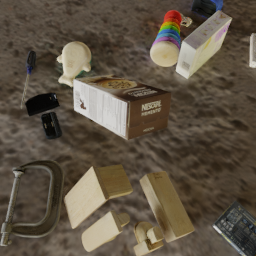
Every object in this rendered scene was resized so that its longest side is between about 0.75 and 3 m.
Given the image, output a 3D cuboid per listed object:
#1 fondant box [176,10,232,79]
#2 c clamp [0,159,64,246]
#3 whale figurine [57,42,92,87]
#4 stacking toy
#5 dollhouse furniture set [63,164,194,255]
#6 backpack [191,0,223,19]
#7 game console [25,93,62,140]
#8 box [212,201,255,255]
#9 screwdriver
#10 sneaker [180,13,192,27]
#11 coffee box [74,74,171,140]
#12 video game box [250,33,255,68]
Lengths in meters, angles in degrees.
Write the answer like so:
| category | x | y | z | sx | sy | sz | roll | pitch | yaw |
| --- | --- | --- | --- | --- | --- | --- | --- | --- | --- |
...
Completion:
| category | x | y | z | sx | sy | sz | roll | pitch | yaw |
| --- | --- | --- | --- | --- | --- | --- | --- | --- | --- |
| fondant box | 2.801 | -3.094 | 10.477 | 0.638 | 1.579 | 2.189 | 39 | 69 | 18 |
| c clamp | -3.128 | 2.157 | 8.403 | 2.325 | 0.369 | 2.722 | 6 | 62 | 2 |
| whale figurine | -2.021 | -2.389 | 10.657 | 1.348 | 0.879 | 1.694 | 18 | 88 | 6 |
| stacking toy | 1.680 | -3.756 | 11.167 | 1.138 | 1.138 | 2.666 | 12 | 59 | 6 |
| dollhouse furniture set | -0.047 | 2.518 | 8.180 | 2.516 | 2.050 | 2.393 | -2 | 56 | -41 |
| backpack | 3.500 | -5.355 | 12.033 | 0.963 | 0.933 | 1.148 | -40 | 68 | -21 |
| game console | -2.885 | -0.416 | 9.843 | 1.139 | 0.233 | 1.930 | -19 | 63 | -10 |
| box | 3.264 | 2.919 | 8.028 | 1.034 | 0.334 | 1.311 | -40 | 69 | -18 |
| screwdriver | -3.725 | -1.836 | 10.531 | 0.389 | 0.373 | 2.672 | 11 | 60 | -30 |
| sneaker | 2.278 | -4.651 | 12.013 | 0.899 | 0.316 | 0.360 | 27 | 68 | 13 |
| coffee box | -0.270 | -0.787 | 8.578 | 1.594 | 1.126 | 2.821 | -16 | 29 | -37 |
| video game box | 5.613 | -3.011 | 11.121 | 1.436 | 0.369 | 1.576 | 10 | 63 | 8 |
